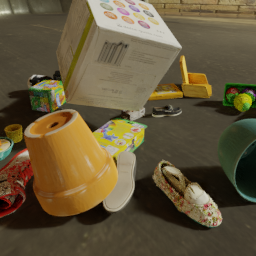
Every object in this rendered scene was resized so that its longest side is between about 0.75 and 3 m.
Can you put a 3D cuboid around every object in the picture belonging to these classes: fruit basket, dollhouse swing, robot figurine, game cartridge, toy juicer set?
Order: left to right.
[{"bbox_3d":[-4.512,0.646,8.837,1.728,0.739,2.716,-1,29,-3],"label":"toy juicer set"},{"bbox_3d":[-4.236,-2.167,13.828,1.426,1.071,0.890,10,50,17],"label":"robot figurine"},{"bbox_3d":[1.658,-1.811,13.830,1.688,0.274,1.488,-5,29,-9],"label":"game cartridge"},{"bbox_3d":[3.376,-2.632,13.939,1.684,1.629,1.853,6,28,12],"label":"dollhouse swing"},{"bbox_3d":[4.977,-1.354,12.277,1.619,1.168,1.619,3,11,-1],"label":"fruit basket"}]

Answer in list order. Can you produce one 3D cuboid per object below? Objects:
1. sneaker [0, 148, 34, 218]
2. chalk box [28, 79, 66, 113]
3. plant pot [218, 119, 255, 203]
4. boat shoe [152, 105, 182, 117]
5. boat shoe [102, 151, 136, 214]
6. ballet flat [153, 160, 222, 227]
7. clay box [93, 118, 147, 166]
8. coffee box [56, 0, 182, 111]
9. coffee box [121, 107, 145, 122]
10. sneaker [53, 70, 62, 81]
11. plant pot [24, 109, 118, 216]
[{"bbox_3d":[-2.884,1.411,7.389,1.296,0.807,2.418,23,39,33],"label":"sneaker"},{"bbox_3d":[-3.575,-1.347,12.209,1.023,1.030,1.651,9,31,17],"label":"chalk box"},{"bbox_3d":[3.422,0.676,7.576,2.060,2.060,1.653,-4,22,-8],"label":"plant pot"},{"bbox_3d":[1.643,-0.760,11.766,1.324,0.399,0.489,-6,29,-11],"label":"boat shoe"},{"bbox_3d":[-0.163,1.519,7.528,0.743,0.633,2.222,7,34,7],"label":"boat shoe"},{"bbox_3d":[1.413,1.577,7.142,0.864,0.730,2.286,-19,35,-30],"label":"ballet flat"},{"bbox_3d":[-0.478,0.454,9.343,1.394,0.577,2.426,17,33,28],"label":"clay box"},{"bbox_3d":[-0.545,-2.663,9.580,2.876,2.881,2.849,5,46,-30],"label":"coffee box"},{"bbox_3d":[0.213,-0.613,11.541,0.894,0.356,0.511,-24,37,-37],"label":"coffee box"},{"bbox_3d":[-2.434,-2.096,12.968,2.195,1.586,0.835,5,21,6],"label":"sneaker"},{"bbox_3d":[-1.530,0.697,6.958,2.136,1.956,2.136,-13,27,7],"label":"plant pot"}]
